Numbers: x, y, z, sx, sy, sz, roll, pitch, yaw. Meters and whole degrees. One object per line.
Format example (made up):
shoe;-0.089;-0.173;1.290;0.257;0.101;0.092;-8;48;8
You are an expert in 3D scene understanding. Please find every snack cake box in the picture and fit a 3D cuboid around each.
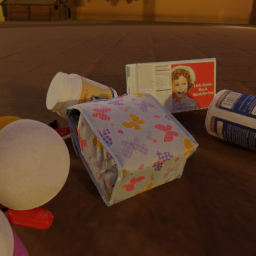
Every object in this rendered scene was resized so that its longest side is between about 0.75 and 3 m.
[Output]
snack cake box;1.404;-1.328;8.961;2.799;1.610;0.940;-8;12;-20

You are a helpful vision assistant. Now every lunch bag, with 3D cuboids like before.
lunch bag;-0.044;0.193;5.607;1.806;1.354;2.129;-15;52;-32

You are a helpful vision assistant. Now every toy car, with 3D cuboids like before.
toy car;-1.829;1.094;3.421;2.184;1.871;2.495;0;41;27

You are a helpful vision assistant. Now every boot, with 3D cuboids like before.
boot;-1.767;-0.007;7.428;0.305;0.608;0.842;32;36;24

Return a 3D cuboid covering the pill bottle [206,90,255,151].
pill bottle;3.189;-0.086;6.789;2.285;1.268;1.268;23;33;39

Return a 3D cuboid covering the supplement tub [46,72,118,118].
supplement tub;-1.246;-0.763;7.709;1.679;1.214;1.214;16;12;-34
